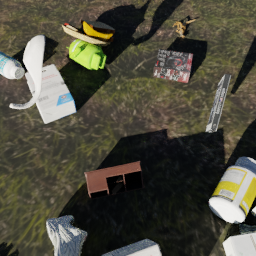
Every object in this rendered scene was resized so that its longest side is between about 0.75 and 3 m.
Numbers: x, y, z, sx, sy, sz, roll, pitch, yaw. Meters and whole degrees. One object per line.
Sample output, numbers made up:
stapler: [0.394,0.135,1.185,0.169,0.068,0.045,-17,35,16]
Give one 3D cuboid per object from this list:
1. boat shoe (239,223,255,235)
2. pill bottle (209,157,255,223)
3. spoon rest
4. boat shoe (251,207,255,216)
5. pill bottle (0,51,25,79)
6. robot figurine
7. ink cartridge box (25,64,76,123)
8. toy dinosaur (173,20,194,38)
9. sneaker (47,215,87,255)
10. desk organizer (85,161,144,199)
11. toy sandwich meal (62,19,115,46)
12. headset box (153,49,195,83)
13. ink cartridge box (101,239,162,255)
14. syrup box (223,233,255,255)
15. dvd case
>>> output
boat shoe: [4.040,3.057,8.639,1.216,0.443,0.376,-10,58,-1]
pill bottle: [3.535,1.928,9.027,1.133,1.133,2.022,30,59,20]
spoon rest: [-3.009,-1.738,8.851,0.751,1.231,2.477,18,88,-31]
boat shoe: [4.990,2.479,8.892,2.200,0.792,0.723,-12,50,-19]
pill bottle: [-5.431,-2.780,12.579,1.618,0.896,0.896,29,59,19]
robot figurine: [-1.913,-3.393,12.906,1.875,1.085,1.645,33,34,22]
ink cartridge box: [-3.250,-1.482,11.689,1.381,0.808,2.381,-22,57,-15]
toy dinosaur: [2.875,-5.322,14.788,0.893,0.508,1.682,30,60,-10]
sneaker: [-1.627,3.452,8.140,1.063,0.833,2.139,-18,57,-17]
desk organizer: [-0.434,1.768,9.434,1.893,0.679,0.729,-11,57,-7]
toy sandwich meal: [-1.812,-4.689,13.354,2.639,0.904,2.639,19,20,-7]
headset box: [2.147,-2.836,12.757,1.781,0.668,1.324,10,55,8]
ink cartridge box: [-0.369,4.299,6.834,2.951,1.244,2.154,-16,76,-13]
syrup box: [3.831,3.485,8.141,1.836,0.723,0.748,-6,54,-5]
dvd case: [2.932,-0.744,9.151,0.220,1.339,1.781,14,89,10]
